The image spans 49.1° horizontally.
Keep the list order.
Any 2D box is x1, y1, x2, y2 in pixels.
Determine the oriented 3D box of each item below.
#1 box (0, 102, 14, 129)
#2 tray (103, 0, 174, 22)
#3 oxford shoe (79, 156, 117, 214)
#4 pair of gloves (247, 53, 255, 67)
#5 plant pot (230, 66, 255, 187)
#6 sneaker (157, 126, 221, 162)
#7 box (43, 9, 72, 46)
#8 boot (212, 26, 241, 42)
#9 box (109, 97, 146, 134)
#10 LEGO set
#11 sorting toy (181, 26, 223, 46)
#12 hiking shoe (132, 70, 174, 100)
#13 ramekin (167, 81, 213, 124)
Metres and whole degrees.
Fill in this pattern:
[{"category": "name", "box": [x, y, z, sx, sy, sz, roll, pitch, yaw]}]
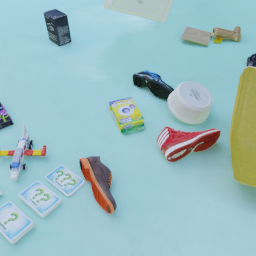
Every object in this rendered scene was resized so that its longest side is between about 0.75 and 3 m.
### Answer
[{"category": "box", "box": [-4.374, -0.372, 8.940, 0.962, 0.243, 1.345, -27, 49, -26]}, {"category": "tray", "box": [0.269, -2.711, 5.925, 1.456, 0.782, 0.162, 7, 46, -16]}, {"category": "oxford shoe", "box": [-0.622, 1.301, 6.929, 0.648, 0.636, 1.788, -15, 46, -23]}, {"category": "pair of gloves", "box": [5.998, -2.194, 10.807, 2.661, 0.329, 2.370, 4, 45, 8]}, {"category": "plant pot", "box": [3.580, 0.177, 6.522, 2.466, 2.523, 2.450, 16, 10, 17]}, {"category": "sneaker", "box": [1.665, 0.188, 8.031, 1.829, 0.716, 1.056, -18, 48, -19]}, {"category": "box", "box": [-3.126, -4.473, 12.474, 0.673, 1.291, 0.955, -31, 52, -29]}, {"category": "boot", "box": [4.572, -4.500, 13.009, 1.263, 0.418, 1.106, 12, 45, 0]}, {"category": "box", "box": [-0.034, -0.400, 8.910, 0.819, 0.337, 1.395, -15, 47, -14]}, {"category": "LEGO set", "box": [-2.892, 1.104, 7.095, 2.971, 0.729, 2.219, 30, 47, 28]}, {"category": "sorting toy", "box": [3.438, -4.160, 12.947, 1.825, 0.244, 1.360, 18, 46, 9]}, {"category": "hiking shoe", "box": [1.016, -1.642, 9.952, 1.818, 0.676, 0.788, 34, 54, 30]}, {"category": "ramekin", "box": [2.015, -0.859, 8.877, 1.419, 0.661, 1.419, 7, 53, -10]}]
